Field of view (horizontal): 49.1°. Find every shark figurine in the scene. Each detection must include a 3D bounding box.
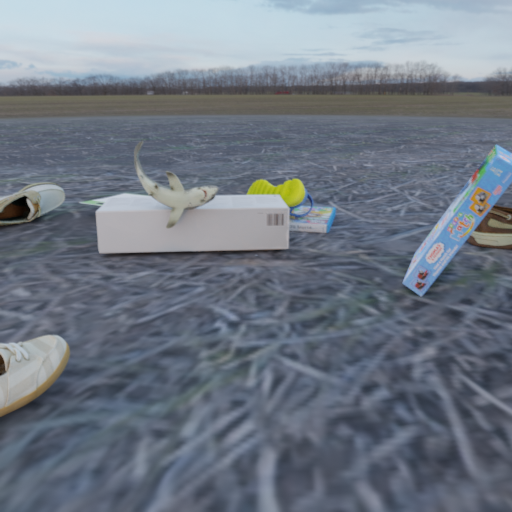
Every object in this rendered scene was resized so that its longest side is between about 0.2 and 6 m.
[{"bbox_3d":[-1.409,-1.072,8.804,1.587,0.948,0.662,33,13,9],"label":"shark figurine"}]

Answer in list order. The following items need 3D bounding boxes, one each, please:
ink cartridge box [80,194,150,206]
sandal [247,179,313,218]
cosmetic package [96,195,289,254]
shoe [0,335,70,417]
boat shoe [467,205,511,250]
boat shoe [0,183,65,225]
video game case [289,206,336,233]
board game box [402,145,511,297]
[{"bbox_3d":[-2.803,-1.028,11.714,1.034,0.341,1.422,9,20,27],"label":"ink cartridge box"},{"bbox_3d":[0.445,-1.052,10.873,0.761,0.694,1.747,29,-10,-38],"label":"sandal"},{"bbox_3d":[-1.024,-0.551,9.444,3.040,0.770,1.255,-1,18,-4],"label":"cosmetic package"},{"bbox_3d":[-2.185,1.040,4.616,0.557,0.425,1.593,12,28,25],"label":"shoe"},{"bbox_3d":[4.747,-0.536,9.258,2.320,0.858,0.857,3,18,11],"label":"boat shoe"},{"bbox_3d":[-4.545,-0.959,11.075,0.638,0.697,1.864,19,33,35],"label":"boat shoe"},{"bbox_3d":[0.435,-0.788,11.198,2.175,0.194,1.556,4,18,12],"label":"video game case"},{"bbox_3d":[2.738,-0.502,7.510,0.358,1.954,1.478,34,25,10],"label":"board game box"}]
